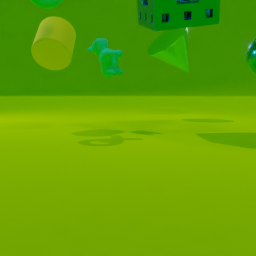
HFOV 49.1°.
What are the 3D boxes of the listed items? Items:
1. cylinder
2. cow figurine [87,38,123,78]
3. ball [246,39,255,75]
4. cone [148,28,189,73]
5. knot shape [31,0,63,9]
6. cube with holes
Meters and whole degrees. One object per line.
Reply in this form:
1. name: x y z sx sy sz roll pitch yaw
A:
1. cylinder: -1.830 -2.106 6.993 0.946 0.946 0.946 1 -38 0
2. cow figurine: -0.575 -1.746 7.041 0.545 0.992 0.977 -15 18 -41
3. ball: 2.980 -1.508 5.831 0.957 0.957 0.957 0 7 0
4. cone: 1.866 -2.683 10.483 1.645 1.639 1.639 47 -20 -29
5. knot shape: -2.037 -3.235 5.980 1.385 0.640 1.296 13 42 -31
6. cube with holes: 1.023 -2.972 6.038 1.398 1.398 1.398 -9 27 -9
